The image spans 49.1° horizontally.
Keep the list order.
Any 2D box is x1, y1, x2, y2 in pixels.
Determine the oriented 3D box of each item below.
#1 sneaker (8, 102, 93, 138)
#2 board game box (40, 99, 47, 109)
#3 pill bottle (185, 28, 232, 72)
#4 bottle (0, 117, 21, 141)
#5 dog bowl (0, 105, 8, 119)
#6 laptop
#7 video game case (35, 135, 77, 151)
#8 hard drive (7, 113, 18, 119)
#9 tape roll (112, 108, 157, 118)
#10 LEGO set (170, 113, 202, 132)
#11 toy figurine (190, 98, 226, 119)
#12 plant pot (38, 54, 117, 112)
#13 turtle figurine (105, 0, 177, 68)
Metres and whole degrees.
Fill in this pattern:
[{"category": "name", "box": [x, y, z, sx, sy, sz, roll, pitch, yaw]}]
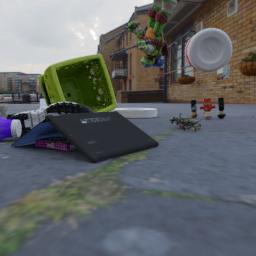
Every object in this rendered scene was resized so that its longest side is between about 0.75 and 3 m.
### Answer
[{"category": "sneaker", "box": [-2.258, -0.269, 8.676, 2.673, 0.888, 1.209, -9, 2, 10]}, {"category": "board game box", "box": [-3.657, -1.073, 15.070, 2.061, 0.449, 2.072, -5, 29, -14]}, {"category": "pill bottle", "box": [2.991, -2.974, 10.845, 1.499, 1.499, 2.671, 1, 15, 7]}, {"category": "bottle", "box": [-4.077, 0.028, 7.734, 2.092, 0.683, 0.874, -1, 3, -5]}, {"category": "dog bowl", "box": [-6.935, -0.609, 12.841, 2.782, 0.816, 2.782, -1, 7, 0]}, {"category": "laptop", "box": [-1.053, 0.406, 6.956, 2.537, 1.470, 2.375, 37, 26, 29]}, {"category": "video game case", "box": [-1.571, 0.356, 7.007, 1.088, 0.195, 0.986, 4, 8, 32]}, {"category": "hard drive", "box": [-6.139, -0.608, 14.960, 1.245, 0.337, 1.782, 1, 7, 10]}, {"category": "tape roll", "box": [0.379, -0.937, 17.116, 2.752, 0.503, 2.752, 1, 6, 0]}, {"category": "LEGO set", "box": [2.182, -0.102, 10.610, 1.177, 0.514, 1.812, 0, 19, 16]}, {"category": "toy figurine", "box": [4.482, -1.057, 15.797, 1.700, 1.183, 1.674, -6, 3, -32]}, {"category": "plant pot", "box": [-2.475, -1.682, 12.965, 2.655, 2.668, 2.421, -24, 12, -35]}, {"category": "turtle figurine", "box": [0.364, -2.782, 7.882, 2.074, 2.011, 1.493, 24, 25, 3]}]
